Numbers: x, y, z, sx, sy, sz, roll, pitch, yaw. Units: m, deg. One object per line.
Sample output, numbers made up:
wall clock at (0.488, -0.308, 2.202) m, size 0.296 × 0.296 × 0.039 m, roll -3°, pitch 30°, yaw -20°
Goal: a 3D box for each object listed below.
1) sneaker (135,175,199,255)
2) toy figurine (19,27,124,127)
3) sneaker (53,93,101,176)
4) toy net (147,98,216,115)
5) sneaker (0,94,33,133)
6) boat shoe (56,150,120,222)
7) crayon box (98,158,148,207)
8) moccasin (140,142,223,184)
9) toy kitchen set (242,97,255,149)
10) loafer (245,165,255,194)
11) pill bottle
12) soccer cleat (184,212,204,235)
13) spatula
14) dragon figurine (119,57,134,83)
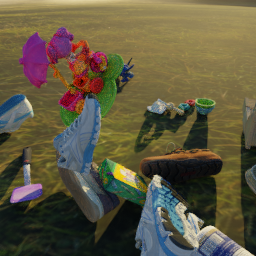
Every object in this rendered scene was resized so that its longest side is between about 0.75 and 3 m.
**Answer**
sneaker at (0.647, 2.092, 6.337) m, size 1.118 × 1.292 × 2.982 m, roll 37°, pitch 13°, yaw 0°
toy figurine at (-1.618, -1.683, 7.674) m, size 2.060 × 2.526 × 2.744 m, roll 29°, pitch 81°, yaw 38°
sneaker at (-1.129, 0.199, 6.078) m, size 0.921 × 2.124 × 0.796 m, roll 9°, pitch 33°, yaw -12°
toy net at (2.268, -1.079, 12.189) m, size 2.828 × 0.546 × 1.484 m, roll 3°, pitch 31°, yaw 5°
sneaker at (-4.652, -0.180, 10.357) m, size 2.471 × 0.998 × 0.945 m, roll -38°, pitch 46°, yaw -19°
boat shoe at (-1.200, 1.330, 7.716) m, size 0.912 × 1.012 × 2.815 m, roll -11°, pitch 36°, yaw -31°
crayon box at (-0.066, 1.425, 7.276) m, size 1.406 × 0.410 × 0.835 m, roll 33°, pitch 14°, yaw -32°
moccasin at (1.525, 0.994, 8.283) m, size 2.508 × 0.917 × 0.968 m, roll -9°, pitch 30°, yaw -14°
toy kitchen set at (5.503, -0.833, 9.783) m, size 2.289 × 2.531 × 2.805 m, roll 9°, pitch 36°, yaw 13°
loafer at (4.390, 1.630, 7.032) m, size 1.132 × 1.022 × 2.992 m, roll -19°, pitch 33°, yaw -29°
pill bottle at (2.026, 2.759, 5.211) m, size 0.988 × 0.988 × 1.778 m, roll -23°, pitch 38°, yaw -34°
soccer cleat at (1.365, 2.479, 6.209) m, size 0.591 × 0.478 × 1.369 m, roll 25°, pitch 41°, yaw 9°
spatula at (-3.020, 1.294, 8.403) m, size 0.803 × 0.292 × 2.842 m, roll -7°, pitch 31°, yaw -15°
dragon figurine at (-0.044, -3.214, 15.621) m, size 1.276 × 0.756 × 2.568 m, roll 17°, pitch 35°, yaw 27°
